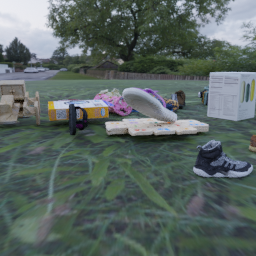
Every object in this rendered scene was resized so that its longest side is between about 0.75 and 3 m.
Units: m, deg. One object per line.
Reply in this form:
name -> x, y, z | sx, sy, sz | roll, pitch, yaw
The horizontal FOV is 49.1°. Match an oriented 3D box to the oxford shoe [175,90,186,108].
oxford shoe -> 2.358, -1.384, 13.365 | 0.708, 0.822, 1.948 | 5, 14, 15

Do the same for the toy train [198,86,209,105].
toy train -> 4.784, -1.607, 14.458 | 2.177, 0.928, 1.241 | 2, 24, 1

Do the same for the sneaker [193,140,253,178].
sneaker -> 1.662, 0.521, 4.832 | 1.041, 0.592, 0.393 | -1, 12, -4

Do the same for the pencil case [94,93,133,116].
pencil case -> -0.669, -0.986, 11.548 | 0.805, 0.841, 1.944 | -48, 33, -18

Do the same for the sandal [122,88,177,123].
sandal -> 0.618, -0.711, 7.542 | 0.986, 0.595, 2.422 | 8, -11, 30

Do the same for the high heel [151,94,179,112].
high heel -> 1.334, -0.962, 12.284 | 1.774, 0.634, 1.265 | -12, 33, 13

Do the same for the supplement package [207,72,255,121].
supplement package -> 3.905, -1.231, 10.486 | 1.272, 1.676, 1.263 | -10, 15, -39

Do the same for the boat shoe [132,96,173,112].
boat shoe -> 0.826, -1.031, 11.818 | 2.160, 0.742, 0.909 | 5, 13, 23

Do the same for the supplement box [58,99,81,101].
supplement box -> -2.087, -0.848, 11.477 | 0.949, 0.531, 1.744 | -11, 15, -42

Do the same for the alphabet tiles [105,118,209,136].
alphabet tiles -> 0.789, -0.041, 8.307 | 2.893, 0.211, 2.830 | -1, 8, -6

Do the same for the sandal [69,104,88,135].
sandal -> -1.375, -0.309, 7.747 | 0.506, 0.795, 2.115 | -2, 10, -10

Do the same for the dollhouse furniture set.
dollhouse furniture set -> -4.006, -0.581, 9.593 | 1.954, 1.385, 2.128 | -3, 34, -13

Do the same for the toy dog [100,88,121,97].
toy dog -> -0.998, -1.530, 14.006 | 1.246, 0.869, 1.208 | 4, 6, 27

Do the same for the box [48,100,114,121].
box -> -1.593, -0.633, 9.502 | 2.151, 0.446, 1.280 | -2, 16, -16

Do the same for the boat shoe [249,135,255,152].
boat shoe -> 3.237, 0.368, 6.081 | 1.112, 0.376, 0.400 | 6, 13, 25
